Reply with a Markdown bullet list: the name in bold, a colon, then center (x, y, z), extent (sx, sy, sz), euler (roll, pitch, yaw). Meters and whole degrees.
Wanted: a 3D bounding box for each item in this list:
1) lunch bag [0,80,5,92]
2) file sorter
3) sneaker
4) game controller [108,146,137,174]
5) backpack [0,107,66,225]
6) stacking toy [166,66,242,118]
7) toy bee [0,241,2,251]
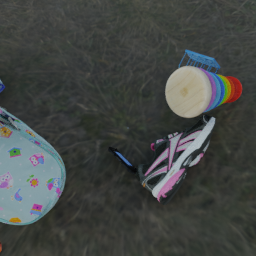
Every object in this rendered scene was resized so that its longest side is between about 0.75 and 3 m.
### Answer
- **lunch bag**: center (-4.631, -1.198, 7.476), extent (1.894, 1.207, 1.610), euler (-41, 68, 1)
- **file sorter**: center (1.979, -1.705, 7.829), extent (0.895, 0.621, 0.549), euler (30, 97, 34)
- **sneaker**: center (1.098, 0.462, 6.435), extent (1.061, 0.987, 2.458), euler (32, 59, 23)
- **game controller**: center (-0.123, 0.747, 6.552), extent (0.183, 0.454, 0.870), euler (-46, 64, -3)
- **backpack**: center (-2.484, 0.727, 5.279), extent (2.582, 1.634, 2.154), euler (36, 82, -22)
- **stacking toy**: center (2.078, -0.939, 6.850), extent (2.583, 1.103, 1.103), euler (-12, 49, -45)
- **toy bee**: center (-2.897, 2.218, 5.129), extent (1.001, 0.655, 0.544), euler (3, 37, -51)
